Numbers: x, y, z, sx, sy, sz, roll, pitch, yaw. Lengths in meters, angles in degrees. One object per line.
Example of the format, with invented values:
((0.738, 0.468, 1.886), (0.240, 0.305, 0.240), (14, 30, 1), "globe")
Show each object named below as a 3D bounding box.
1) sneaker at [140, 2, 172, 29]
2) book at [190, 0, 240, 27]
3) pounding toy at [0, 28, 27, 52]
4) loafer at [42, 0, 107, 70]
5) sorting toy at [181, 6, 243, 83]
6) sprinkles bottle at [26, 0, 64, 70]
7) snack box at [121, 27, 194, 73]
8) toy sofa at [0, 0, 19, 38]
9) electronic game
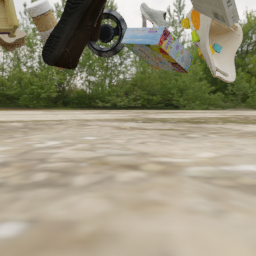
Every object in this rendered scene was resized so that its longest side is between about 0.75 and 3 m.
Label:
((1.110, -4.339, 10.774), (0.730, 1.587, 0.601), (-42, -13, 31), "sneaker")
((1.413, -3.020, 5.398), (0.483, 2.011, 1.343), (-35, 42, 5), "book")
((-3.342, -2.594, 7.350), (1.467, 0.839, 0.842), (34, -25, -6), "pounding toy")
((-1.035, -2.458, 6.512), (0.902, 2.527, 0.923), (26, 13, -47), "loafer")
((2.894, -2.645, 9.284), (1.336, 2.252, 2.502), (-23, -20, 39), "sorting toy")
((-2.241, -2.728, 8.320), (0.674, 1.975, 0.674), (-15, 36, 11), "sprinkles bottle")
((1.030, -2.618, 9.478), (1.664, 0.668, 1.974), (19, -5, 43), "snack box")
((-3.370, -2.163, 5.269), (2.311, 0.957, 1.128), (-14, 3, -32), "toy sofa")
((-0.821, -3.509, 10.410), (1.733, 1.733, 0.361), (1, 8, 18), "electronic game")
